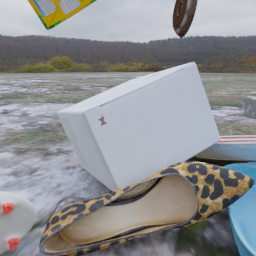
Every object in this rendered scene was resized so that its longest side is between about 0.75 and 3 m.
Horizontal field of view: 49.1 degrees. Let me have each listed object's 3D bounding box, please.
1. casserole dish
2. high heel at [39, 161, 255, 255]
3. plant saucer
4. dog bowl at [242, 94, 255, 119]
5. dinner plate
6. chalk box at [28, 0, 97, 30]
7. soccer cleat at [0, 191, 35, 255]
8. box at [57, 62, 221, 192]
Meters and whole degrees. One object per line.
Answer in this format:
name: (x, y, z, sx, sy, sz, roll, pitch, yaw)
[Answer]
casserole dish: (1.774, 0.973, 2.906, 1.508, 0.483, 2.489, 3, 14, 11)
high heel: (0.166, 0.819, 2.624, 1.885, 0.673, 1.344, -18, -2, 29)
plant saucer: (1.943, -4.182, 9.857, 0.304, 1.898, 1.898, 7, 12, -11)
dog bowl: (5.074, -0.721, 9.513, 2.342, 0.687, 2.342, 0, 13, 0)
dinner plate: (2.165, 0.311, 4.899, 2.966, 0.360, 2.966, -3, -2, 0)
chalk box: (-1.518, -3.054, 5.704, 1.299, 1.306, 2.099, -32, 32, 0)
soccer cleat: (-1.934, 0.978, 2.458, 2.114, 0.732, 0.820, -12, 15, -33)
box: (-0.004, -0.054, 4.221, 1.579, 1.103, 2.074, -26, 12, -18)
